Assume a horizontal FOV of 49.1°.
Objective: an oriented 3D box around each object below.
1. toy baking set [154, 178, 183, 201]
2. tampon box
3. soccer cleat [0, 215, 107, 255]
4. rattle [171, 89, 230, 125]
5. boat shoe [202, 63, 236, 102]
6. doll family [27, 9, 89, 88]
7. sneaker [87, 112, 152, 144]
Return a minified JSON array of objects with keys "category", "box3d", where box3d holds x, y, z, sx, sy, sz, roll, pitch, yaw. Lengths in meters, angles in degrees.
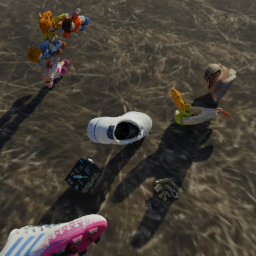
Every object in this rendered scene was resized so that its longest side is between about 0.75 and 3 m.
[{"category":"toy baking set","box3d":[1.065,1.621,7.480,0.734,0.085,0.563,-14,73,-12]},{"category":"tampon box","box3d":[-1.163,1.257,7.389,0.577,0.486,0.770,39,98,27]},{"category":"soccer cleat","box3d":[-1.899,2.484,6.094,2.874,1.004,1.241,-30,55,-10]},{"category":"rattle","box3d":[2.223,-0.756,8.585,1.651,1.180,1.075,-9,7,10]},{"category":"boat shoe","box3d":[2.817,-1.545,8.975,0.925,0.976,2.576,34,24,8]},{"category":"doll family","box3d":[-2.532,-2.782,9.226,1.273,2.825,1.754,30,26,-1]},{"category":"sneaker","box3d":[0.047,0.083,7.719,0.894,0.922,2.526,13,15,36]}]
